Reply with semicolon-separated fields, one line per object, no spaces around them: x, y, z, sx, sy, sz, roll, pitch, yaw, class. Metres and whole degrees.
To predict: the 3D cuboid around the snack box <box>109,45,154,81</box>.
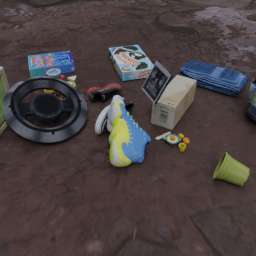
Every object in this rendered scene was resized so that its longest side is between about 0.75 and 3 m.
0.126;-3.083;13.022;1.534;0.490;2.640;-10;40;-13;snack box

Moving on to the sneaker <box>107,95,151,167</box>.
0.021;0.093;8.639;1.234;0.890;2.350;5;64;-14;sneaker

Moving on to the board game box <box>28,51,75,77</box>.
-3.534;-2.964;12.909;1.974;0.444;1.501;-12;40;-14;board game box

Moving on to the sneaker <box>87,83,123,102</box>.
-0.846;-1.336;10.865;1.419;0.501;0.693;-12;40;-11;sneaker

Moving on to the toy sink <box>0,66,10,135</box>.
-4.942;-0.410;8.589;1.669;1.942;2.979;6;39;7;toy sink

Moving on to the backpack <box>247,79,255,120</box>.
4.897;-0.839;9.391;1.676;1.346;1.831;13;18;16;backpack

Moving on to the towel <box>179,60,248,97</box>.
3.572;-2.186;11.794;2.667;0.647;1.489;22;43;25;towel

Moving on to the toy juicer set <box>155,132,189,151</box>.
1.491;0.307;9.014;1.045;0.284;0.665;25;46;28;toy juicer set

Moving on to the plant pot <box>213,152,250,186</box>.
2.848;1.180;7.636;0.746;0.812;0.812;25;44;12;plant pot

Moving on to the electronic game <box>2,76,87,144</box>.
-2.739;-0.674;9.429;2.744;0.571;2.744;9;56;-14;electronic game

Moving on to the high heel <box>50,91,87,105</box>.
-2.306;-0.946;10.304;1.566;0.559;1.116;0;32;-14;high heel

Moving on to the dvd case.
0.802;-1.277;7.839;0.121;0.981;0.737;-1;43;-40;dvd case

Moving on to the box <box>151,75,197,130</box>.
1.670;-0.970;10.038;0.819;1.001;2.108;20;45;22;box

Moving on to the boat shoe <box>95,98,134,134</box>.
-0.437;-0.448;9.638;0.578;0.701;2.043;17;40;19;boat shoe

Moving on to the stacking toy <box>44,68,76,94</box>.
-2.830;-2.074;11.686;1.312;0.612;1.449;-3;40;-3;stacking toy
